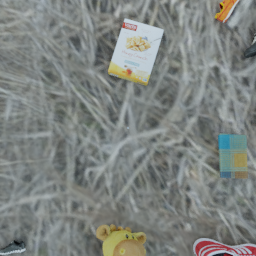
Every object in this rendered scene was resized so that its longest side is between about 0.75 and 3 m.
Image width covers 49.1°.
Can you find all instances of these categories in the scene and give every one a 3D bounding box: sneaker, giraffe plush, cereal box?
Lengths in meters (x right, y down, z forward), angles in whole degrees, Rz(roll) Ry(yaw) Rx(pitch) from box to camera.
[{"bbox_3d":[4.122,-2.805,8.595,1.758,0.651,0.778,-34,86,-12],"label":"sneaker"},{"bbox_3d":[3.070,3.692,7.712,2.337,1.314,0.833,8,85,3],"label":"sneaker"},{"bbox_3d":[3.174,-3.935,8.746,0.493,0.466,1.277,32,85,5],"label":"sneaker"},{"bbox_3d":[-0.153,3.785,7.668,2.433,2.100,1.973,7,73,34],"label":"giraffe plush"},{"bbox_3d":[-3.449,3.522,8.296,0.815,0.271,0.369,-6,83,-4],"label":"sneaker"},{"bbox_3d":[0.245,-2.350,8.670,1.284,0.353,1.784,16,86,1],"label":"cereal box"}]

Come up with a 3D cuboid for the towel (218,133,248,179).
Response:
[{"bbox_3d":[3.133,0.836,8.359,0.968,0.143,1.320,4,80,-15],"label":"towel"}]
